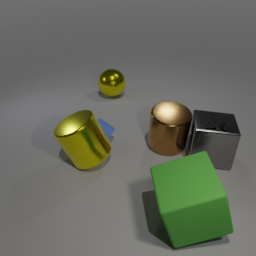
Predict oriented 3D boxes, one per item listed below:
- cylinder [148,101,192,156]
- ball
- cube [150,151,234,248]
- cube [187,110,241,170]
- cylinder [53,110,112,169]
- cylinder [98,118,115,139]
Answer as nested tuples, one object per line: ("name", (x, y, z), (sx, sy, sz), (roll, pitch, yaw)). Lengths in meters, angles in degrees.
("cylinder", (1.443, 0.014, 9.846), (1.400, 1.400, 1.400), (1, 41, -1))
("ball", (-0.803, -2.253, 14.022), (1.400, 1.400, 1.400), (0, 30, 0))
("cube", (1.446, 1.645, 6.507), (1.400, 1.400, 1.400), (-18, 35, 7))
("cube", (2.798, 0.367, 9.382), (1.400, 1.400, 1.400), (7, 31, 8))
("cylinder", (-1.439, 0.364, 9.023), (1.400, 1.400, 1.400), (-20, 30, 13))
("cylinder", (-0.956, 0.111, 10.358), (0.700, 0.700, 0.700), (35, 34, -3))
